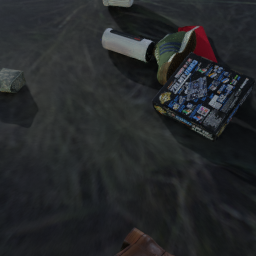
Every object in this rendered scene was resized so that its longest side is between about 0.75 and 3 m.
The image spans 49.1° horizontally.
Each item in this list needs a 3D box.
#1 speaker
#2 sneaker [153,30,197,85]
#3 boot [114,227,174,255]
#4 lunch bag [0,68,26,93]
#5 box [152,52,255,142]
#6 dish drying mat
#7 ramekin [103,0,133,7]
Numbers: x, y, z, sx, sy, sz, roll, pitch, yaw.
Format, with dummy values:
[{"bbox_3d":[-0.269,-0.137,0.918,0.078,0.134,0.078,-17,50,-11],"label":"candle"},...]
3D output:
[{"bbox_3d":[0.011,-3.196,10.802,1.987,0.807,0.807,24,51,21],"label":"speaker"},{"bbox_3d":[1.444,-2.581,10.232,1.299,0.970,2.893,10,51,32],"label":"sneaker"},{"bbox_3d":[0.645,2.975,4.784,2.295,0.737,2.139,27,37,17],"label":"boot"},{"bbox_3d":[-4.025,-1.515,9.360,0.796,0.571,0.971,11,43,10],"label":"lunch bag"},{"bbox_3d":[2.244,-1.020,8.474,2.211,0.553,2.227,31,72,27],"label":"box"},{"bbox_3d":[2.752,-3.294,11.244,1.142,0.271,2.973,0,46,-1],"label":"dish drying mat"},{"bbox_3d":[-0.282,-7.189,13.325,1.349,2.767,2.767,10,47,0],"label":"ramekin"}]
